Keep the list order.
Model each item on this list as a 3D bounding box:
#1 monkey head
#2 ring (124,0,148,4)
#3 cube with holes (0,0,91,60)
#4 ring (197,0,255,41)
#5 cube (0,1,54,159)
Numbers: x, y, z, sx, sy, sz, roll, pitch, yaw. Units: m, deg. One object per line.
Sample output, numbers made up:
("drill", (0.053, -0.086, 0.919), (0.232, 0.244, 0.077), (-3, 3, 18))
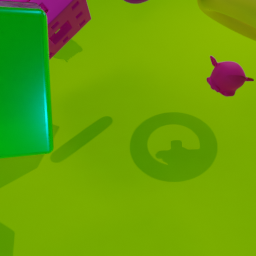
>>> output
("monkey head", (1.914, -1.027, 5.571), (1.078, 0.649, 0.775), (22, 19, -17))
("ring", (0.349, -2.966, 4.742), (1.705, 1.705, 0.341), (-37, 65, -26))
("cube with holes", (-1.665, -2.183, 4.963), (1.357, 1.357, 1.357), (-44, 94, 1))
("ring", (2.198, -2.025, 5.174), (2.002, 0.400, 2.002), (24, 19, -9))
("cube", (-1.538, -0.565, 2.875), (1.349, 1.349, 1.349), (-5, 26, -18))
